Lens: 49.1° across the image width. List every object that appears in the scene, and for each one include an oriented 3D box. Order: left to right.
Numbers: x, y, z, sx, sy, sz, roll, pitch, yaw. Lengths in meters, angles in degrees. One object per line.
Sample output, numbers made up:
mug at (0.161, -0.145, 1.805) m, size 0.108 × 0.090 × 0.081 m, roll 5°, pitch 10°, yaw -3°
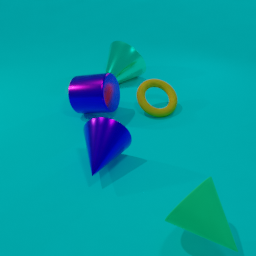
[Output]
cylinder at (-0.974, -1.011, 8.261) m, size 1.144 × 1.144 × 1.144 m, roll 0°, pitch 31°, yaw 24°
cone at (-0.617, 0.591, 6.275) m, size 1.191 × 1.191 × 1.195 m, roll 7°, pitch 46°, yaw 11°
cone at (-0.466, -1.994, 10.263) m, size 1.649 × 1.649 × 1.655 m, roll 24°, pitch 67°, yaw 31°
ring at (0.901, -0.934, 8.628) m, size 1.313 × 0.263 × 1.313 m, roll 6°, pitch 65°, yaw -12°
cone at (1.323, 1.515, 4.426) m, size 1.052 × 1.052 × 1.056 m, roll -27°, pitch 63°, yaw -35°
